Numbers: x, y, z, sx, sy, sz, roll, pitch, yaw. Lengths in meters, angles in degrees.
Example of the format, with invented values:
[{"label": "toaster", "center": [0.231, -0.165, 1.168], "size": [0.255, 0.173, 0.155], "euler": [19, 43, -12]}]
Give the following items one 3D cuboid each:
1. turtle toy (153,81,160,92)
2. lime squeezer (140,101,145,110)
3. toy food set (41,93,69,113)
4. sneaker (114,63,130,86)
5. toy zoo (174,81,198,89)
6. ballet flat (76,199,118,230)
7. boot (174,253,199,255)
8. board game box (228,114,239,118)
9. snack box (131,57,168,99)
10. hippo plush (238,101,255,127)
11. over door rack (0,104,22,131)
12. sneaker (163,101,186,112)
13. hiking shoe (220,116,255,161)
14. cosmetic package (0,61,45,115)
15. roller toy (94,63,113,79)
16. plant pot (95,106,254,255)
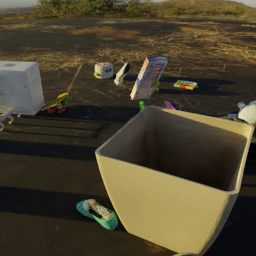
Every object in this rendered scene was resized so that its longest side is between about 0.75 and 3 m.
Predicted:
[{"label": "turtle toy", "center": [1.357, -2.331, 15.441], "size": [0.956, 0.483, 0.696], "euler": [-24, 36, -37]}, {"label": "lime squeezer", "center": [0.170, 0.283, 8.323], "size": [0.919, 2.603, 0.491], "euler": [8, 34, -30]}, {"label": "toy food set", "center": [-3.254, -1.028, 12.993], "size": [1.051, 0.583, 1.786], "euler": [-19, 22, 16]}, {"label": "sneaker", "center": [-0.291, -2.494, 12.794], "size": [0.428, 1.180, 0.424], "euler": [45, 34, 20]}, {"label": "toy zoo", "center": [3.405, -2.473, 16.093], "size": [1.273, 0.130, 0.835], "euler": [14, 31, 26]}, {"label": "ballet flat", "center": [-0.794, 2.056, 7.067], "size": [1.346, 0.474, 0.453], "euler": [20, 37, 34]}, {"label": "boot", "center": [0.972, 2.951, 5.461], "size": [1.118, 0.404, 0.844], "euler": [-9, 31, -5]}, {"label": "board game box", "center": [4.798, -0.349, 11.971], "size": [0.949, 0.191, 0.726], "euler": [5, 28, 10]}, {"label": "snack box", "center": [0.872, -2.109, 12.252], "size": [0.900, 2.505, 0.304], "euler": [-5, 61, -19]}, {"label": "hippo plush", "center": [5.313, -0.251, 10.685], "size": [2.406, 1.917, 1.935], "euler": [-28, 13, -35]}, {"label": "over door rack", "center": [-5.787, -0.624, 11.802], "size": [2.017, 0.672, 1.490], "euler": [24, 30, 0]}, {"label": "sneaker", "center": [2.156, -0.559, 11.896], "size": [0.983, 0.814, 2.060], "euler": [6, 27, -12]}, {"label": "hiking shoe", "center": [3.842, 0.399, 9.628], "size": [1.371, 1.031, 2.723], "euler": [-20, 35, -40]}, {"label": "cosmetic package", "center": [-5.133, -1.805, 12.667], "size": [2.107, 2.114, 1.299], "euler": [3, 30, 8]}, {"label": "roller toy", "center": [-1.499, -3.644, 17.561], "size": [1.106, 0.847, 1.212], "euler": [3, 28, 5]}, {"label": "plant pot", "center": [1.133, 1.253, 6.537], "size": [2.712, 2.404, 2.715], "euler": [13, 32, 24]}]
